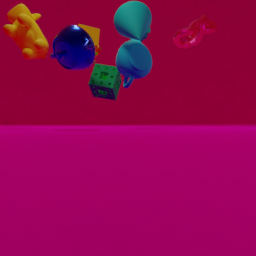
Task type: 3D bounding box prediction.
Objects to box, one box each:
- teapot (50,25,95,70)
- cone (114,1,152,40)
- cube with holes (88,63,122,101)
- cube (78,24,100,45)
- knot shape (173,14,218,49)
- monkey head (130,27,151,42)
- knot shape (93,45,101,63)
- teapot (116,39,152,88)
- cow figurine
[{"bbox_3d":[-1.213,-1.718,6.163,1.614,1.004,0.790,3,32,45],"label":"teapot"},{"bbox_3d":[0.230,-2.809,7.998,1.148,1.152,1.148,-6,-42,-6],"label":"cone"},{"bbox_3d":[-0.945,-1.945,11.932,1.040,1.040,1.040,11,-22,10],"label":"cube with holes"},{"bbox_3d":[-1.755,-3.621,11.574,0.897,0.897,0.897,6,-3,-24],"label":"cube"},{"bbox_3d":[2.746,-3.822,10.974,1.647,0.813,1.761,-39,11,-24],"label":"knot shape"},{"bbox_3d":[0.432,-3.922,11.405,0.839,1.392,1.002,-30,25,-7],"label":"monkey head"},{"bbox_3d":[-1.545,-2.672,10.055,1.252,0.578,1.171,2,6,4],"label":"knot shape"},{"bbox_3d":[0.141,-2.223,9.155,1.242,1.997,0.978,20,-20,-28],"label":"teapot"},{"bbox_3d":[-2.763,-2.652,7.822,0.904,1.647,1.621,-32,10,8],"label":"cow figurine"}]
